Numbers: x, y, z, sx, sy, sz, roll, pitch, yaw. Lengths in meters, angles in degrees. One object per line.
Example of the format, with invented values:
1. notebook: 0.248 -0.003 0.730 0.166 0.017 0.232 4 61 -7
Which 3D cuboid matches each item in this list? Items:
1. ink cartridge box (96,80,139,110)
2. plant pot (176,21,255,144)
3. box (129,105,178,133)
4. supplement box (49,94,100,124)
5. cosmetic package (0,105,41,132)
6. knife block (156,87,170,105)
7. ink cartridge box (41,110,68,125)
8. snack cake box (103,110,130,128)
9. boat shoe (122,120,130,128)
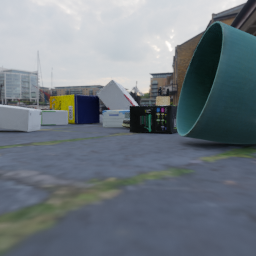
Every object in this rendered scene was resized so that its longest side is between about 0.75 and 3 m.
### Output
1. ink cartridge box: -0.363 -1.304 14.620 1.125 1.993 2.715 -39 -3 8
2. plant pot: 2.121 -0.666 5.332 1.758 2.191 2.191 16 3 -3
3. box: 0.821 -0.276 8.461 1.319 0.820 0.980 1 3 23
4. supplement box: -2.839 -0.975 14.687 1.433 1.442 2.632 -3 4 -45
5. cosmetic package: -3.793 -0.341 8.893 1.799 0.730 1.015 8 4 6
6. knife block: 1.891 -1.289 15.145 0.739 2.028 2.310 -1 3 10
7. ink cartridge box: -3.558 -0.494 13.204 1.152 0.668 1.591 -1 4 -23
8. snack cake box: -0.174 -0.403 11.567 1.176 0.687 2.045 0 4 13
9. boat shoe: 0.729 -0.277 10.094 1.897 0.615 0.694 0 3 -4
